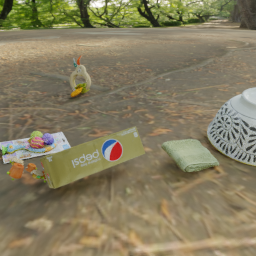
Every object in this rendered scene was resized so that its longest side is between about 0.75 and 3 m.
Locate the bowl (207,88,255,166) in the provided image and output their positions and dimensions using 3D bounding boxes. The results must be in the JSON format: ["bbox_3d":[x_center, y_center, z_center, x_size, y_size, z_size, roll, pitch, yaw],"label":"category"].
[{"bbox_3d":[3.355,-0.252,7.036,2.555,1.199,2.555,-2,33,2],"label":"bowl"}]

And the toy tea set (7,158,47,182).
[{"bbox_3d":[-1.982,0.925,5.603,0.887,0.328,0.527,24,5,-17],"label":"toy tea set"}]

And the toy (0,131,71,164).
[{"bbox_3d":[-2.349,0.349,7.069,1.608,0.380,0.926,-14,35,-23],"label":"toy"}]

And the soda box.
[{"bbox_3d":[-0.706,0.583,5.740,1.996,0.639,0.676,-19,-2,-25],"label":"soda box"}]

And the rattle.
[{"bbox_3d":[-2.118,-2.098,11.196,0.982,1.509,1.078,14,23,35],"label":"rattle"}]

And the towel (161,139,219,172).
[{"bbox_3d":[1.404,0.574,6.258,1.248,0.228,0.926,-2,38,-39],"label":"towel"}]
